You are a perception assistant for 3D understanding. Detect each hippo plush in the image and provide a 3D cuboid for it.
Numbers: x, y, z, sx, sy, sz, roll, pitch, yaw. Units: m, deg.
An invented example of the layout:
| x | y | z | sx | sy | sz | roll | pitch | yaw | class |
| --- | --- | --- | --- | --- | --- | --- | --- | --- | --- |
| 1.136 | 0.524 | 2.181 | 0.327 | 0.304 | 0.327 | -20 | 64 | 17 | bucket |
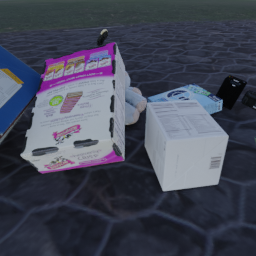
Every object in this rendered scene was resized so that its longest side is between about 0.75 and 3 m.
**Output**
| x | y | z | sx | sy | sz | roll | pitch | yaw | class |
| --- | --- | --- | --- | --- | --- | --- | --- | --- | --- |
| -0.321 | -1.240 | 8.126 | 1.650 | 1.666 | 2.072 | -20 | 48 | -20 | hippo plush |

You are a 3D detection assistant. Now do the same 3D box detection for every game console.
| x | y | z | sx | sy | sz | roll | pitch | yaw | class |
| --- | --- | --- | --- | --- | --- | --- | --- | --- | --- |
| 3.675 | -0.894 | 8.757 | 1.734 | 1.023 | 0.209 | 26 | 40 | 8 | game console |

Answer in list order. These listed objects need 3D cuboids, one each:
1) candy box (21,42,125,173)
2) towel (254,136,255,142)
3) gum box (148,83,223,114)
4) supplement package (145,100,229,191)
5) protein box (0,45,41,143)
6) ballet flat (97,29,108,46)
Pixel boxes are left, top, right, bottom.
| x | y | z | sx | sy | sz | roll | pitch | yaw | class |
| --- | --- | --- | --- | --- | --- | --- | --- | --- | --- |
| -1.061 | -0.516 | 6.250 | 1.912 | 0.855 | 2.804 | -10 | 52 | 14 | candy box |
| 3.214 | 0.675 | 6.026 | 0.117 | 0.789 | 1.076 | -34 | 37 | -8 | towel |
| 1.745 | -0.765 | 8.772 | 1.775 | 0.395 | 1.508 | -18 | 33 | -16 | gum box |
| 1.164 | 0.299 | 6.178 | 1.249 | 1.258 | 1.658 | -5 | 31 | -9 | supplement package |
| -3.798 | -0.766 | 6.150 | 2.789 | 1.895 | 2.809 | 37 | 25 | -17 | protein box |
| -0.740 | -2.492 | 7.657 | 0.276 | 0.236 | 0.829 | -23 | 0 | -20 | ballet flat |
